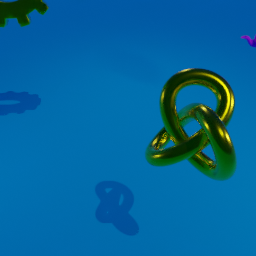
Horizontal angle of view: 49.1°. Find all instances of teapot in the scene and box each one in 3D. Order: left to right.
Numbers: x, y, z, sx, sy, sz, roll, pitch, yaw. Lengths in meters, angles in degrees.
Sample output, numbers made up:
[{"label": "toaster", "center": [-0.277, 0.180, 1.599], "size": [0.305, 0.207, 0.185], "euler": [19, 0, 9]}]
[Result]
[{"label": "teapot", "center": [3.165, -2.023, 6.140], "size": [1.308, 0.641, 0.813], "euler": [-10, 59, 16]}]

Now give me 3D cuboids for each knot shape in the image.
[{"label": "knot shape", "center": [0.781, -0.090, 3.384], "size": [0.631, 1.278, 1.366], "euler": [11, -1, -37]}]

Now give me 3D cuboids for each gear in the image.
[{"label": "gear", "center": [-2.446, -3.057, 5.528], "size": [1.993, 1.993, 0.369], "euler": [-7, 28, -9]}]
